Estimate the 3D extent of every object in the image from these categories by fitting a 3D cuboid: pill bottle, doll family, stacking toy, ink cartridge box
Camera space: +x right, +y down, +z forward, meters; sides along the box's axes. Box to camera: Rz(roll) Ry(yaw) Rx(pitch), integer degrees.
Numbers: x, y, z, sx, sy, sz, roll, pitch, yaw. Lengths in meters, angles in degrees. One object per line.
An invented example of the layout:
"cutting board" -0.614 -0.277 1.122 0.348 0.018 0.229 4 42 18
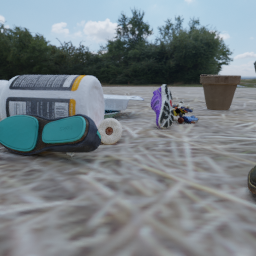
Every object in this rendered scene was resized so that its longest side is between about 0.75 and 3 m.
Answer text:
"pill bottle" -2.023 -0.496 6.749 2.671 1.554 1.554 3 11 12
"doll family" 1.742 -0.514 9.732 0.892 0.606 1.544 -2 12 -41
"stacking toy" -0.345 0.127 6.690 0.605 0.605 0.828 3 -8 14
"ink cartridge box" -0.728 -1.047 11.285 2.527 0.547 2.481 4 9 -3

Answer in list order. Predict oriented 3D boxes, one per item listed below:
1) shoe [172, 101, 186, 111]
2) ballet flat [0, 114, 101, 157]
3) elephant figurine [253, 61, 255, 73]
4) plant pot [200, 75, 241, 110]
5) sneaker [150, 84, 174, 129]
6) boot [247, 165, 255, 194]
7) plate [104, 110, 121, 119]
"shoe" 2.310 -0.985 12.811 0.529 0.404 1.514 4 11 21
"ballet flat" -1.553 0.178 5.551 2.420 0.884 0.884 -2 8 28
"elephant figurine" 3.463 -0.509 5.810 1.491 1.922 1.360 2 10 11
"plant pot" 4.365 -1.715 13.377 1.878 1.638 1.878 0 10 0
"sneaker" 1.019 -0.608 8.773 0.687 0.664 1.646 -22 41 30
"boot" 2.280 0.224 4.028 0.853 1.107 2.284 7 13 36
"plate" -1.376 -0.530 10.633 2.233 0.285 2.233 0 11 0
